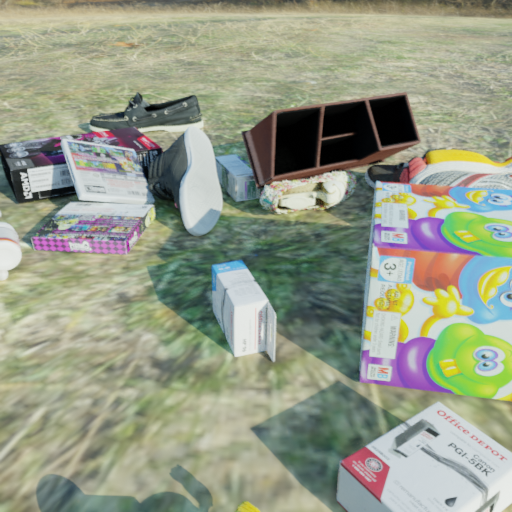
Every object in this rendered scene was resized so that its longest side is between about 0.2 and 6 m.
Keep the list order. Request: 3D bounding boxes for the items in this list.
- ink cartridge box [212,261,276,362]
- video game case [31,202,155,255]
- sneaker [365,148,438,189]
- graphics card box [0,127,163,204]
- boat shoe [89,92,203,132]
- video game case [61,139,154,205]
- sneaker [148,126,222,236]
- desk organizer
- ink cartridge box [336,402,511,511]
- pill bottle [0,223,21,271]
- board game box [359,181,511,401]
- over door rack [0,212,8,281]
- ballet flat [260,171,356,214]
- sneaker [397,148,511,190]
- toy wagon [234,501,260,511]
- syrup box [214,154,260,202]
[{"bbox_3d":[-0.164,0.644,6.384,0.405,0.692,1.194,-9,30,-17],"label":"ink cartridge box"},{"bbox_3d":[-2.517,-0.464,8.852,1.500,0.269,1.360,2,29,8],"label":"video game case"},{"bbox_3d":[3.066,-1.541,10.112,2.304,0.943,0.888,17,35,34],"label":"sneaker"},{"bbox_3d":[-3.416,-1.856,11.022,2.839,0.722,1.781,-15,32,-24],"label":"graphics card box"},{"bbox_3d":[-2.777,-3.632,14.080,2.851,0.945,1.065,-2,28,-4],"label":"boat shoe"},{"bbox_3d":[-2.573,-1.440,9.745,1.392,0.160,1.269,0,54,-42],"label":"video game case"},{"bbox_3d":[-1.285,-1.084,9.654,0.826,1.158,2.335,29,40,-39],"label":"sneaker"},{"bbox_3d":[1.355,-2.055,9.786,2.920,1.047,1.124,-16,-1,-27],"label":"desk organizer"},{"bbox_3d":[1.367,1.788,4.450,1.184,0.491,0.869,-19,33,-30],"label":"ink cartridge box"},{"bbox_3d":[-3.494,-0.149,7.717,0.435,0.435,0.794,-12,29,-21],"label":"pill bottle"},{"bbox_3d":[2.776,0.378,5.807,3.214,1.685,1.655,5,29,11],"label":"board game box"},{"bbox_3d":[-3.870,-0.664,7.437,0.880,1.953,2.643,-6,28,-22],"label":"over door rack"},{"bbox_3d":[0.966,-1.001,9.466,1.827,0.691,0.584,-13,28,-15],"label":"ballet flat"},{"bbox_3d":[4.029,-0.743,8.646,3.527,1.373,1.449,-3,47,-4],"label":"sneaker"},{"bbox_3d":[-0.724,2.367,3.459,2.167,0.429,1.681,-22,36,-36],"label":"toy wagon"},{"bbox_3d":[-0.363,-1.486,10.566,0.504,0.487,1.237,-11,30,-20],"label":"syrup box"}]
